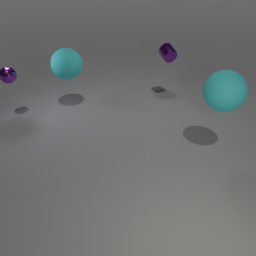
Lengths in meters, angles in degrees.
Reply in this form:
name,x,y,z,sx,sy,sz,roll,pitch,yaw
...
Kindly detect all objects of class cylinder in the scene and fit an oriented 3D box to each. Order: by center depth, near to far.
name,x,y,z,sx,sy,sz,roll,pitch,yaw
cylinder,1.964,-3.682,13.735,0.700,0.700,0.700,-13,55,-21

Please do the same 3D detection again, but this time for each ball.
name,x,y,z,sx,sy,sz,roll,pitch,yaw
ball,3.229,-1.223,9.331,1.400,1.400,1.400,0,30,0
ball,-4.986,-2.194,11.624,0.700,0.700,0.700,0,30,0
ball,-2.770,-2.890,12.655,1.400,1.400,1.400,0,30,0
